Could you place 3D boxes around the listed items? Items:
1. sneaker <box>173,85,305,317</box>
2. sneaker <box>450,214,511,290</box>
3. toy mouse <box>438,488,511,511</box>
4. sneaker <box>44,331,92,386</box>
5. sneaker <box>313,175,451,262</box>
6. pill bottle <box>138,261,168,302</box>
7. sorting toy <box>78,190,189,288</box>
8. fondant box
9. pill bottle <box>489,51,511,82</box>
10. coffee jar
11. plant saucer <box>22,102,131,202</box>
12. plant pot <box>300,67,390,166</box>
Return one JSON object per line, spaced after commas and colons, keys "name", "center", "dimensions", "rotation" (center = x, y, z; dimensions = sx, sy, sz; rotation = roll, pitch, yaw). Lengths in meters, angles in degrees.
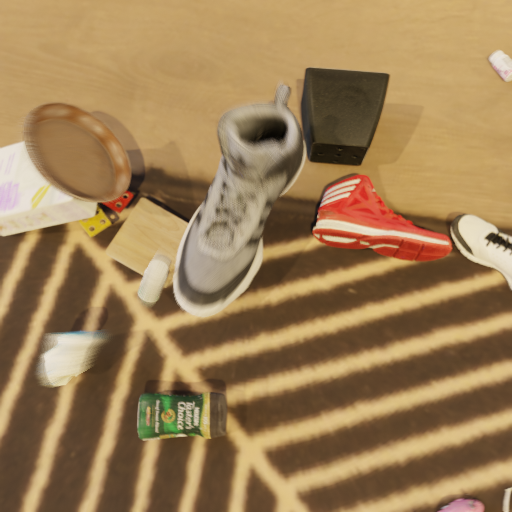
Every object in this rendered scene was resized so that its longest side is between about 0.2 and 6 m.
{"name": "sneaker", "center": [-0.315, -0.869, 8.268], "dimensions": [1.322, 1.993, 3.502], "rotation": [24, 75, 9]}
{"name": "sneaker", "center": [4.114, -0.060, 9.117], "dimensions": [2.024, 0.810, 0.746], "rotation": [41, 75, 16]}
{"name": "toy mouse", "center": [3.199, 3.921, 7.758], "dimensions": [1.853, 0.359, 1.647], "rotation": [38, 73, 14]}
{"name": "sneaker", "center": [-2.751, 1.501, 8.308], "dimensions": [0.497, 1.300, 0.525], "rotation": [0, 60, -37]}
{"name": "sneaker", "center": [2.157, -0.727, 9.351], "dimensions": [2.250, 0.882, 1.300], "rotation": [11, 70, 3]}
{"name": "pill bottle", "center": [-1.590, 0.389, 8.673], "dimensions": [0.341, 0.604, 0.341], "rotation": [19, 30, -12]}
{"name": "sorting toy", "center": [-1.771, -0.226, 9.305], "dimensions": [2.342, 0.396, 1.129], "rotation": [30, 71, -2]}
{"name": "fondant box", "center": [-3.514, -1.231, 9.256], "dimensions": [2.008, 0.585, 1.448], "rotation": [-10, 63, 24]}
{"name": "pill bottle", "center": [4.782, -3.665, 10.802], "dimensions": [0.316, 0.316, 0.557], "rotation": [-25, 70, -10]}
{"name": "coffee jar", "center": [-1.073, 2.361, 8.277], "dimensions": [1.288, 0.549, 0.671], "rotation": [-2, 68, -1]}
{"name": "plant saucer", "center": [-2.677, -1.487, 8.336], "dimensions": [1.715, 0.295, 1.715], "rotation": [29, 44, -32]}
{"name": "plant pot", "center": [1.460, -2.331, 9.787], "dimensions": [1.408, 1.411, 1.252], "rotation": [5, 80, 2]}
